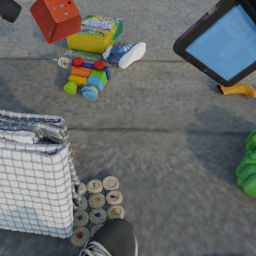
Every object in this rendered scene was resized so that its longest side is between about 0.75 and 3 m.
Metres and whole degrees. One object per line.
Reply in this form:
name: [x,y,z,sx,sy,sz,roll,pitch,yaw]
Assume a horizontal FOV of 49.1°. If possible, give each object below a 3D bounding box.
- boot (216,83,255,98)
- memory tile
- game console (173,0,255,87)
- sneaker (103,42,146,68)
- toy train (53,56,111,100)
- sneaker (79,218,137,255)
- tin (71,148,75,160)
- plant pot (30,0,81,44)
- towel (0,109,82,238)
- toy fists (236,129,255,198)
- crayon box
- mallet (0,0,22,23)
boot: [3.652,-1.265,9.557,0.862,0.424,1.205,-22,43,-14]
memory tile: [-0.708,1.838,6.423,1.241,0.136,1.619,-7,43,-7]
game console: [2.560,-1.412,5.224,2.547,1.512,2.195,16,15,-45]
sneaker: [-0.213,-3.119,11.244,1.254,0.690,1.713,31,57,24]
toy train: [-1.867,-1.737,9.733,2.267,0.959,1.311,13,58,13]
sneaker: [-0.621,2.520,4.499,1.121,1.726,2.989,21,48,15]
tin: [-2.605,0.624,6.779,2.600,1.456,0.544,6,51,8]
plant pot: [-1.706,-2.830,6.913,0.985,0.984,0.868,-32,9,-23]
towel: [-2.448,0.833,5.754,2.987,2.473,1.278,5,36,8]
toy fists: [3.560,0.769,7.027,1.305,0.880,2.559,20,48,21]
crayon box: [-1.459,-4.007,12.183,1.714,0.703,2.727,12,45,13]
mallet: [-3.841,-2.411,7.235,0.602,0.963,2.923,-11,50,50]
